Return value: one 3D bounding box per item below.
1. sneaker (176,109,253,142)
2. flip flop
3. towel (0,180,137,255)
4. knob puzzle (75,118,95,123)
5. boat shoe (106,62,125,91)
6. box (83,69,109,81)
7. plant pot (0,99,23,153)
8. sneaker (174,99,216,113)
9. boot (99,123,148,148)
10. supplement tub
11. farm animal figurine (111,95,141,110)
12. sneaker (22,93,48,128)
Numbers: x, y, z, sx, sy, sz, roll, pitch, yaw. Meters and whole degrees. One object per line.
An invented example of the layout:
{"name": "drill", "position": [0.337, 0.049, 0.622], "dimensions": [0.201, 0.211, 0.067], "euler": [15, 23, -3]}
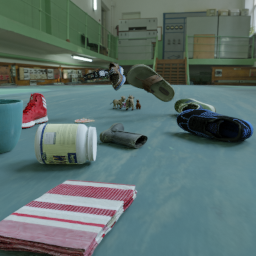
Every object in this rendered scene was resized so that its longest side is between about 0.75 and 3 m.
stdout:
{"name": "sneaker", "position": [2.640, -0.124, 9.130], "dimensions": [2.608, 0.914, 1.016], "euler": [10, 7, 37]}
{"name": "flip flop", "position": [1.218, -2.112, 13.748], "dimensions": [2.979, 1.208, 0.858], "euler": [29, 13, -28]}
{"name": "towel", "position": [-0.821, 1.228, 4.145], "dimensions": [1.463, 0.231, 2.031], "euler": [2, 9, 19]}
{"name": "knob puzzle", "position": [-1.981, -0.340, 12.270], "dimensions": [0.876, 0.121, 0.876], "euler": [0, 12, 0]}
{"name": "boat shoe", "position": [-0.542, -2.019, 10.854], "dimensions": [0.612, 0.611, 1.691], "euler": [37, 22, -26]}
{"name": "box", "position": [-1.206, -2.483, 12.911], "dimensions": [1.096, 0.298, 1.368], "euler": [-4, 12, 43]}
{"name": "plant pot", "position": [-3.697, -0.045, 7.618], "dimensions": [1.680, 1.348, 1.680], "euler": [0, 12, 0]}
{"name": "sneaker", "position": [2.859, -0.950, 13.377], "dimensions": [1.139, 0.851, 2.537], "euler": [-2, 13, -33]}
{"name": "boot", "position": [-0.021, 0.206, 8.553], "dimensions": [1.375, 0.499, 1.250], "euler": [-1, 23, 34]}
{"name": "supplement tub", "position": [-1.419, 0.372, 6.559], "dimensions": [1.297, 0.940, 0.940], "euler": [0, 11, -1]}
{"name": "farm animal figurine", "position": [-0.115, -1.561, 16.525], "dimensions": [1.706, 0.858, 1.377], "euler": [9, 15, 40]}
{"name": "sneaker", "position": [-4.064, -0.749, 11.295], "dimensions": [0.877, 1.293, 2.239], "euler": [2, 11, 12]}
